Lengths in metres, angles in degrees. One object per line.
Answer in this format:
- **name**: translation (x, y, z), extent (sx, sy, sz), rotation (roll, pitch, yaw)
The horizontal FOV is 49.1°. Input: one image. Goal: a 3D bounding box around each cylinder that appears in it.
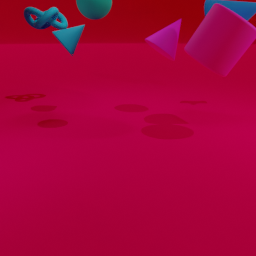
- **cylinder**: translation (2.369, -2.230, 7.204), extent (1.334, 1.334, 1.334), rotation (28, 24, -14)

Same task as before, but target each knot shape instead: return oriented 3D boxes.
- **knot shape**: translation (-3.290, -4.398, 11.256), extent (1.747, 0.807, 1.635), rotation (-2, 17, -15)

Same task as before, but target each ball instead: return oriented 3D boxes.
- **ball**: translation (-0.896, -3.374, 7.424), extent (0.944, 0.944, 0.944), rotation (0, 19, 0)

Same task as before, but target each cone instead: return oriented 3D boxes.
- **cone**: translation (3.083, -3.192, 7.846), extent (1.407, 1.401, 1.401), rotation (-11, 9, 36)
- **cone**: translation (-1.929, -3.310, 9.928), extent (1.063, 1.059, 1.059), rotation (-41, 25, -1)
- **cone**: translation (1.501, -3.317, 9.967), extent (1.306, 1.310, 1.306), rotation (34, 10, -7)
